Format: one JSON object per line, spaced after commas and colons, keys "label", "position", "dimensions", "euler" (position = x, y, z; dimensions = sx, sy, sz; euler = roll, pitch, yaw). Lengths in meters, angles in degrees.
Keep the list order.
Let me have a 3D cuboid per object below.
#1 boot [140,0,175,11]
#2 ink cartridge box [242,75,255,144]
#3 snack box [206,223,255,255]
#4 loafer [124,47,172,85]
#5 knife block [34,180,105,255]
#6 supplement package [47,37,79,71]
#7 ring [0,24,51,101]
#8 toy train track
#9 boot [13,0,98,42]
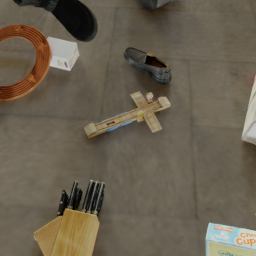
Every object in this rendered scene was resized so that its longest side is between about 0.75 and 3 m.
{"label": "boot", "position": [0.985, -5.919, 11.456], "dimensions": [1.793, 0.951, 2.724], "euler": [-26, 72, -19]}
{"label": "ink cartridge box", "position": [4.535, -0.657, 7.914], "dimensions": [1.977, 1.116, 2.693], "euler": [20, 60, 12]}
{"label": "snack box", "position": [1.405, 1.335, 2.455], "dimensions": [1.372, 0.797, 0.255], "euler": [3, 25, 25]}
{"label": "loafer", "position": [0.651, -2.199, 9.136], "dimensions": [1.923, 0.695, 0.700], "euler": [34, 65, 20]}
{"label": "knife block", "position": [-0.971, 2.333, 6.286], "dimensions": [1.906, 0.695, 2.171], "euler": [-30, 62, -16]}
{"label": "supplement package", "position": [-2.302, -2.496, 9.396], "dimensions": [1.031, 0.572, 0.803], "euler": [15, 59, 10]}
{"label": "ring", "position": [-3.827, -2.185, 8.960], "dimensions": [2.791, 0.268, 2.791], "euler": [-3, 71, 8]}
{"label": "toy train track", "position": [0.017, -0.404, 8.175], "dimensions": [2.676, 0.435, 1.535], "euler": [-22, 60, -13]}
{"label": "boot", "position": [-1.368, -2.221, 5.032], "dimensions": [1.605, 0.604, 1.200], "euler": [49, 27, 7]}
